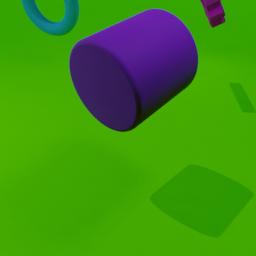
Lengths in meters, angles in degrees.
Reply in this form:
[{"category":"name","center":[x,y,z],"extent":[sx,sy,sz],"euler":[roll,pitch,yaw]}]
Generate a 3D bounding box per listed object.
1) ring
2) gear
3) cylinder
[{"category":"ring","center":[-2.295,-3.667,8.159],"extent":[1.964,1.964,0.393],"euler":[15,42,20]},{"category":"gear","center":[2.006,-3.611,7.230],"extent":[0.362,1.955,1.955],"euler":[-20,30,19]},{"category":"cylinder","center":[0.090,-0.851,4.088],"extent":[1.360,1.360,1.360],"euler":[28,50,34]}]
